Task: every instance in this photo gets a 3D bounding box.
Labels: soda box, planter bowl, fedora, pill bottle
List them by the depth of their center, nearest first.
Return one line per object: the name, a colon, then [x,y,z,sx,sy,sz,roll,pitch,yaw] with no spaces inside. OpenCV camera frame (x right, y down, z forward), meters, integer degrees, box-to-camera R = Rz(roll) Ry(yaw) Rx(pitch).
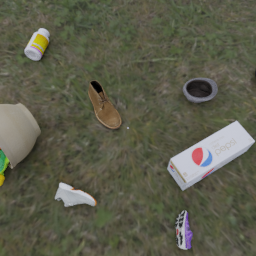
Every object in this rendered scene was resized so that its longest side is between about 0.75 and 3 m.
planter bowl: [-3.965,0.057,9.559,2.190,2.190,1.474,41,60,20]
soda box: [2.836,0.940,9.679,2.899,0.923,0.987,-28,65,-14]
fedora: [2.837,-1.410,11.150,1.307,0.590,1.156,-6,60,2]
pill bottle: [-3.942,-3.709,12.329,0.729,0.729,1.398,12,63,7]

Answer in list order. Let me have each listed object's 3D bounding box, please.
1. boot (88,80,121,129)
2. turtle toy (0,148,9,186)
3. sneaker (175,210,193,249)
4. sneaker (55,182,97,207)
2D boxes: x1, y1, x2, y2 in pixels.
boot: [-0.961,-0.915,10.762,0.804,0.824,2.185,-26,66,-16]
turtle toy: [-5.090,1.057,9.465,2.259,1.142,1.646,-2,61,5]
sneaker: [1.786,3.199,8.803,0.487,0.471,1.168,21,56,-20]
sneaker: [-1.725,2.350,9.196,1.442,0.546,0.663,18,70,18]
